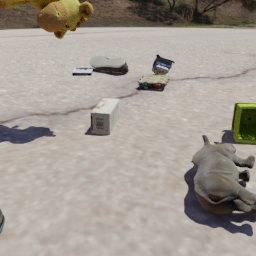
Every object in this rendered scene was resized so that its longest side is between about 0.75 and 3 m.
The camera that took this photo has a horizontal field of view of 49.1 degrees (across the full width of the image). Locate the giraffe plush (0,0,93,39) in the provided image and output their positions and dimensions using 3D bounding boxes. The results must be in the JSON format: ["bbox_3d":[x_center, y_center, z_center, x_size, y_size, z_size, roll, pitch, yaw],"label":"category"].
[{"bbox_3d":[-1.945,-3.116,6.872,2.213,1.795,1.910,-40,22,-20],"label":"giraffe plush"}]

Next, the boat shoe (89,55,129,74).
[{"bbox_3d":[-1.073,-3.378,15.289,2.636,0.751,0.881,17,66,39],"label":"boat shoe"}]

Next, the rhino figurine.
[{"bbox_3d":[1.886,0.789,5.639,1.163,0.795,2.659,5,23,10],"label":"rhino figurine"}]

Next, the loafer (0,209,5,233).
[{"bbox_3d":[-2.520,1.646,3.871,0.718,0.628,1.998,8,25,18],"label":"loafer"}]

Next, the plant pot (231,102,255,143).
[{"bbox_3d":[3.388,-0.200,7.650,1.013,1.018,0.924,3,17,7],"label":"plant pot"}]

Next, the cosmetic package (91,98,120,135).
[{"bbox_3d":[-0.658,-0.379,8.406,0.574,0.680,1.315,5,23,10],"label":"cosmetic package"}]

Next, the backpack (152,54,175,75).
[{"bbox_3d":[1.696,-3.101,14.251,1.037,0.799,0.988,21,-18,-8],"label":"backpack"}]

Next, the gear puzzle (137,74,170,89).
[{"bbox_3d":[1.262,-2.207,13.038,1.329,0.336,2.566,4,21,13],"label":"gear puzzle"}]

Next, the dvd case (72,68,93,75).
[{"bbox_3d":[-2.409,-3.040,15.039,0.997,0.164,1.327,0,24,-2],"label":"dvd case"}]
